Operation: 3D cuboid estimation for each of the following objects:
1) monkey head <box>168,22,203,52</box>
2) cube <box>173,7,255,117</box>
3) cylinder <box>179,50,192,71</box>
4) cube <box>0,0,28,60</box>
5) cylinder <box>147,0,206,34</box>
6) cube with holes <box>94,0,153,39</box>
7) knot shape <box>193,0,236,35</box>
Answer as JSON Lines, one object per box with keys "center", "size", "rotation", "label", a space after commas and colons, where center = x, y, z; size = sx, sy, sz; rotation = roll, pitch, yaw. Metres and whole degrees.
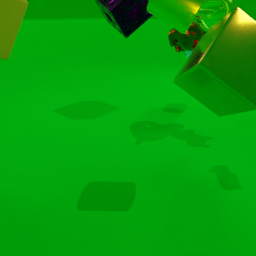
{"center": [1.702, -2.774, 8.096], "size": [0.926, 1.105, 1.536], "rotation": [-15, -28, 38], "label": "monkey head"}
{"center": [1.166, -0.702, 3.275], "size": [0.796, 0.796, 0.796], "rotation": [35, -9, -7], "label": "cube"}
{"center": [2.325, -2.383, 10.197], "size": [0.782, 0.782, 0.782], "rotation": [4, 46, -4], "label": "cylinder"}
{"center": [-2.921, -2.171, 5.229], "size": [1.251, 1.251, 1.251], "rotation": [29, 13, 11], "label": "cube"}
{"center": [0.947, -2.400, 5.303], "size": [0.878, 0.878, 0.878], "rotation": [32, 27, 0], "label": "cylinder"}
{"center": [-0.161, -4.367, 9.927], "size": [1.352, 1.352, 1.352], "rotation": [-41, 56, 2], "label": "cube with holes"}
{"center": [2.175, -3.526, 8.301], "size": [1.752, 0.865, 1.872], "rotation": [-3, 67, 11], "label": "knot shape"}
